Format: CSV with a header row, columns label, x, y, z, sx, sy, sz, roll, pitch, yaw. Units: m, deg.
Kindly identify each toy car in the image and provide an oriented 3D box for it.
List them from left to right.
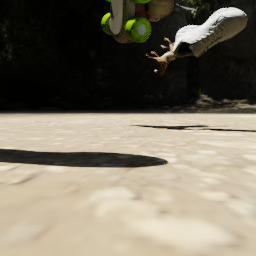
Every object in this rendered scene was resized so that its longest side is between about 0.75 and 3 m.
label,x,y,z,sx,sy,sz,roll,pitch,yaw
toy car,0.680,-3.430,8.156,2.346,1.851,1.927,-9,27,-27

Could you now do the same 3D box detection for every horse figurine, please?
label,x,y,z,sx,sy,sz,roll,pitch,yaw
horse figurine,1.282,-2.470,9.496,1.406,0.932,0.351,-40,-21,-12

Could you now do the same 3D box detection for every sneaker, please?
label,x,y,z,sx,sy,sz,roll,pitch,yaw
sneaker,1.787,-2.001,6.323,0.704,0.897,1.806,43,-34,-27
